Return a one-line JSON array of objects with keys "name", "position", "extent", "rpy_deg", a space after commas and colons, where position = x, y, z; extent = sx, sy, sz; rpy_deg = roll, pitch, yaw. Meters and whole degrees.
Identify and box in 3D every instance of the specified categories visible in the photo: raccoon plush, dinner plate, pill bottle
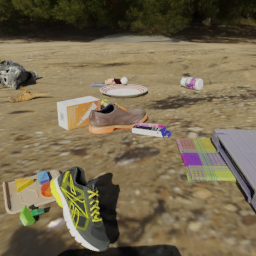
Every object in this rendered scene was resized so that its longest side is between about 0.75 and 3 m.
[{"name": "raccoon plush", "position": [-5.749, -2.943, 15.348], "extent": [1.896, 1.369, 2.830], "rpy_deg": [25, 31, 33]}, {"name": "dinner plate", "position": [-0.216, -1.773, 13.550], "extent": [2.303, 0.279, 2.303], "rpy_deg": [1, 21, 0]}, {"name": "pill bottle", "position": [3.289, -2.320, 14.526], "extent": [0.601, 0.601, 1.071], "rpy_deg": [-19, 28, -40]}]

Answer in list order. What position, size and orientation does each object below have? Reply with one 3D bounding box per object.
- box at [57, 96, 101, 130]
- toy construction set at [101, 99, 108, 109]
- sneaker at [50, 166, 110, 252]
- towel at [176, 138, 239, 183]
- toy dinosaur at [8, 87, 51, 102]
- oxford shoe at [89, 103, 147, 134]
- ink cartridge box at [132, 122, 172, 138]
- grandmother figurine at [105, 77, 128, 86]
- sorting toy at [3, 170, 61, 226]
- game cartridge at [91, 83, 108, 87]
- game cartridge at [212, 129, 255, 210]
[{"name": "box", "position": [-1.638, -0.531, 9.517], "extent": [1.337, 0.832, 0.652], "rpy_deg": [-17, 28, -37]}, {"name": "toy construction set", "position": [-1.084, -0.810, 10.704], "extent": [0.944, 0.435, 0.619], "rpy_deg": [-18, 50, -32]}, {"name": "sneaker", "position": [-0.658, 1.168, 4.206], "extent": [1.388, 0.587, 0.517], "rpy_deg": [50, 11, 22]}, {"name": "towel", "position": [2.122, 0.756, 6.994], "extent": [1.611, 0.255, 2.244], "rpy_deg": [1, 22, 1]}, {"name": "toy dinosaur", "position": [-4.438, -1.442, 12.587], "extent": [1.774, 0.536, 0.942], "rpy_deg": [-18, 48, -23]}, {"name": "oxford shoe", "position": [-0.248, -0.428, 9.264], "extent": [2.237, 0.816, 0.798], "rpy_deg": [-16, 26, -35]}, {"name": "ink cartridge box", "position": [0.774, 0.063, 8.873], "extent": [1.207, 0.224, 0.572], "rpy_deg": [10, 23, 18]}, {"name": "grandmother figurine", "position": [-0.591, -2.419, 14.543], "extent": [1.320, 0.400, 0.800], "rpy_deg": [-1, -6, 37]}, {"name": "sorting toy", "position": [-1.776, 1.306, 5.542], "extent": [1.228, 0.245, 1.661], "rpy_deg": [-10, 22, -24]}, {"name": "game cartridge", "position": [-1.544, -2.331, 15.185], "extent": [0.890, 0.171, 0.577], "rpy_deg": [1, 25, 3]}, {"name": "game cartridge", "position": [3.136, 0.849, 6.098], "extent": [1.815, 0.537, 2.799], "rpy_deg": [5, 27, -5]}]
